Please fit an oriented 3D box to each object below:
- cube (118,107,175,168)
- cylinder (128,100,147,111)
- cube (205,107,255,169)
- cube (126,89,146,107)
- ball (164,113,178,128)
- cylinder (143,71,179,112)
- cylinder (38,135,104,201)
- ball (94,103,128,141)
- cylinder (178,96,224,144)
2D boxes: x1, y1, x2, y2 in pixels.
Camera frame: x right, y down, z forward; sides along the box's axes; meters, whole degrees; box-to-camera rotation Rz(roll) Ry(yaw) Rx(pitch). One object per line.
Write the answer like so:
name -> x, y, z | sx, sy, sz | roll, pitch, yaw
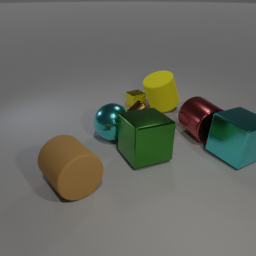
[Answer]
cube -> 0.562, 0.275, 9.250 | 1.400, 1.400, 1.400 | -10, 27, -22
cylinder -> 0.410, -0.678, 11.597 | 0.700, 0.700, 0.700 | -43, 37, -2
cube -> 3.686, 0.277, 9.325 | 1.400, 1.400, 1.400 | -14, 33, -31
cube -> 0.374, -1.362, 13.368 | 0.700, 0.700, 0.700 | -16, 32, -28
ball -> 1.628, -0.246, 11.082 | 0.700, 0.700, 0.700 | 0, 28, 0
cylinder -> 1.519, -1.665, 12.802 | 1.400, 1.400, 1.400 | -14, 37, 11
cylinder -> -1.634, 1.083, 7.931 | 1.400, 1.400, 1.400 | -19, 33, -32
ball -> -0.572, -0.223, 10.393 | 1.400, 1.400, 1.400 | 0, 28, 0
cylinder -> 2.836, -0.317, 10.607 | 1.400, 1.400, 1.400 | -9, 29, -17
